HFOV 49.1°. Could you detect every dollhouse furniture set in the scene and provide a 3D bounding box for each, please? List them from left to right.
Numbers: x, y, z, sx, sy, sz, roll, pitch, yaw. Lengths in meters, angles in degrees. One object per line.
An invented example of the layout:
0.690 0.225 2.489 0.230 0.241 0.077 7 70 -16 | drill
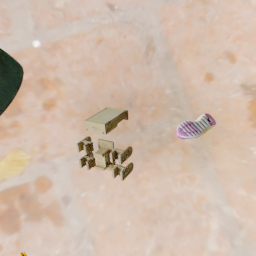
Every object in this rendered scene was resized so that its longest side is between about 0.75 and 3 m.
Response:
-0.343 0.253 5.030 0.929 0.704 1.060 11 118 28 | dollhouse furniture set

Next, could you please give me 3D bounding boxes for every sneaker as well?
1.309 0.049 5.555 0.962 0.425 0.387 -19 65 -32 | sneaker

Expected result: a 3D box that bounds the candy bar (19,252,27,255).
-2.563 2.399 4.014 0.284 2.564 0.639 -39 62 32 | candy bar

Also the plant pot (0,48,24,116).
-3.471 -0.999 5.327 2.356 1.587 2.356 -16 48 19 | plant pot
